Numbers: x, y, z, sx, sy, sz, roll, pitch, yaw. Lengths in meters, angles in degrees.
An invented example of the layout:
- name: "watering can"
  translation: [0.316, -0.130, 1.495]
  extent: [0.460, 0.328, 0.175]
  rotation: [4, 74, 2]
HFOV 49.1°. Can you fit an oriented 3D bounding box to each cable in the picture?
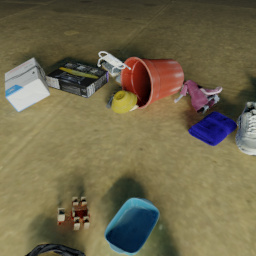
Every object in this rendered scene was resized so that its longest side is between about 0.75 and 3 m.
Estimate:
- name: "cable"
  translation: [-1.730, 3.204, 6.293]
  extent: [1.485, 0.377, 1.212]
  rotation: [12, 45, 12]

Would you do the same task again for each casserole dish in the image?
- name: "casserole dish"
  translation: [0.122, 2.513, 7.143]
  extent: [1.022, 0.327, 1.687]
  rotation: [20, 41, 24]

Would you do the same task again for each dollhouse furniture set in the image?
- name: "dollhouse furniture set"
  translation: [-1.439, 2.309, 7.433]
  extent: [0.845, 0.440, 0.854]
  rotation: [1, 37, -17]

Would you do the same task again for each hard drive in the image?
- name: "hard drive"
  translation: [-0.691, -3.097, 14.442]
  extent: [0.873, 0.174, 1.324]
  rotation: [-17, 42, -21]

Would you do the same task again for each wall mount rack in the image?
- name: "wall mount rack"
  translation: [-0.460, -2.229, 9.651]
  extent: [1.004, 1.156, 0.431]
  rotation: [-10, 63, 45]

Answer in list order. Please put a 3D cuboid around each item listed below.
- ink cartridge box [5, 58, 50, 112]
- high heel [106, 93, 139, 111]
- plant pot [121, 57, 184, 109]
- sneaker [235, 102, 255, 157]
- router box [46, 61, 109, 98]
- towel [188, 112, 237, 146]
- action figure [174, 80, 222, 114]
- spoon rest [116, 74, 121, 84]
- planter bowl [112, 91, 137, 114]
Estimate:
- name: "ink cartridge box"
  translation: [-4.414, -2.048, 12.129]
  extent: [1.537, 0.899, 2.650]
  rotation: [-29, 42, -1]
- name: "high heel"
  translation: [-0.135, -1.172, 11.690]
  extent: [1.400, 0.500, 0.998]
  rotation: [5, 42, 19]
- name: "plant pot"
  translation: [1.105, -2.016, 11.757]
  extent: [2.028, 2.086, 2.086]
  rotation: [-16, 40, -33]
- name: "sneaker"
  translation: [4.332, -0.013, 9.848]
  extent: [0.929, 1.002, 2.471]
  rotation: [8, 40, 8]
- name: "router box"
  translation: [-2.321, -2.304, 13.070]
  extent: [2.290, 0.598, 1.800]
  rotation: [19, 42, 22]
- name: "towel"
  translation: [3.147, -0.034, 10.332]
  extent: [1.200, 0.402, 1.624]
  rotation: [31, 47, 34]
- name: "action figure"
  translation: [2.728, -1.486, 11.529]
  extent: [1.239, 1.378, 1.850]
  rotation: [-26, 58, -21]
- name: "spoon rest"
  translation: [-0.007, -2.198, 13.147]
  extent: [0.833, 0.508, 1.677]
  rotation: [-15, 27, -20]
- name: "planter bowl"
  translation: [-0.229, -1.138, 11.035]
  extent: [1.097, 0.457, 1.097]
  rotation: [-12, 52, 16]
